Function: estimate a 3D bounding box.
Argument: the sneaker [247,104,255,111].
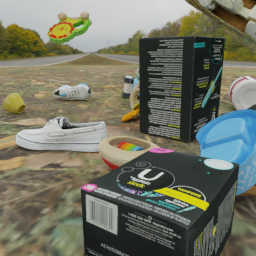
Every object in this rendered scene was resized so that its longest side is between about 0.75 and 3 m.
[{"bbox_3d":[3.870,0.099,6.818,1.575,1.051,2.750,-21,31,-18],"label":"sneaker"}]

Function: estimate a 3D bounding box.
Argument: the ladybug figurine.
[{"bbox_3d":[0.060,0.596,5.671,1.101,0.584,1.622,-12,20,-37],"label":"ladybug figurine"}]

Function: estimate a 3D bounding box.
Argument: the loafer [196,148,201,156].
[{"bbox_3d":[1.692,0.679,5.904,0.343,0.304,0.903,-6,16,-20],"label":"loafer"}]

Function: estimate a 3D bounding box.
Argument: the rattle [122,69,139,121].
[{"bbox_3d":[0.206,-1.288,10.038,1.344,1.881,1.225,-7,17,-25],"label":"rattle"}]

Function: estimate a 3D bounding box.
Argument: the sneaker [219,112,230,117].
[{"bbox_3d":[3.587,-0.185,8.718,1.563,0.584,0.830,13,13,10],"label":"sneaker"}]

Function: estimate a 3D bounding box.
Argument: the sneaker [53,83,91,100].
[{"bbox_3d":[-2.795,-1.666,13.724,2.228,0.835,0.965,1,19,35],"label":"sneaker"}]

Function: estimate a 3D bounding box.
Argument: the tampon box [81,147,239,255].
[{"bbox_3d":[0.453,1.011,3.329,1.240,1.044,1.654,10,18,32],"label":"tampon box"}]

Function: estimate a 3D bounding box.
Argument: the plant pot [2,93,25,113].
[{"bbox_3d":[-4.366,-0.885,10.921,0.573,0.807,0.807,34,24,10],"label":"plant pot"}]

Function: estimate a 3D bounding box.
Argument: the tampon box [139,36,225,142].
[{"bbox_3d":[1.571,-1.250,8.284,1.725,2.733,2.048,12,19,37],"label":"tampon box"}]

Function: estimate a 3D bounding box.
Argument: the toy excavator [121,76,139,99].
[{"bbox_3d":[0.766,-1.935,14.308,2.121,1.059,2.062,9,17,-1],"label":"toy excavator"}]

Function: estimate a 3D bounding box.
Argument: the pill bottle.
[{"bbox_3d":[4.854,-1.398,11.463,1.344,1.344,2.354,4,16,14],"label":"pill bottle"}]

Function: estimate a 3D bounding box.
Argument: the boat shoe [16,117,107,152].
[{"bbox_3d":[-1.685,0.096,7.104,2.389,0.781,0.879,1,16,4],"label":"boat shoe"}]

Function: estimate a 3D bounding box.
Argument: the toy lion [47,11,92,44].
[{"bbox_3d":[-2.208,-3.694,10.439,1.483,0.509,1.422,2,57,12],"label":"toy lion"}]

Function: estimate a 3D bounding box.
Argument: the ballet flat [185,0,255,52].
[{"bbox_3d":[2.294,-2.375,5.639,2.917,1.031,1.031,38,27,11],"label":"ballet flat"}]

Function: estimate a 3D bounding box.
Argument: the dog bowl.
[{"bbox_3d":[1.826,0.423,5.134,1.239,0.551,2.223,-21,18,35],"label":"dog bowl"}]
